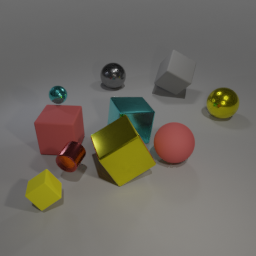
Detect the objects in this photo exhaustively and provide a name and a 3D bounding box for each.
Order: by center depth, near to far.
[{"bbox_3d":[-2.381,1.751,7.969,0.700,0.700,0.700,-34,27,5],"label":"cube"},{"bbox_3d":[-1.743,0.878,8.581,0.700,0.700,0.700,10,38,15],"label":"cylinder"},{"bbox_3d":[-0.172,0.709,9.056,1.400,1.400,1.400,-31,35,1],"label":"cube"},{"bbox_3d":[1.582,0.500,9.617,1.400,1.400,1.400,0,32,0],"label":"ball"},{"bbox_3d":[-2.502,0.062,10.513,1.400,1.400,1.400,2,32,4],"label":"cube"},{"bbox_3d":[-2.658,-1.262,10.650,0.700,0.700,0.700,0,32,0],"label":"ball"},{"bbox_3d":[0.072,-0.312,10.985,1.400,1.400,1.400,-2,31,-19],"label":"cube"},{"bbox_3d":[4.212,-1.106,12.460,1.400,1.400,1.400,0,32,0],"label":"ball"},{"bbox_3d":[2.380,-2.776,14.172,1.400,1.400,1.400,25,64,-14],"label":"cube"},{"bbox_3d":[-0.810,-2.851,15.269,1.400,1.400,1.400,0,32,0],"label":"ball"}]
